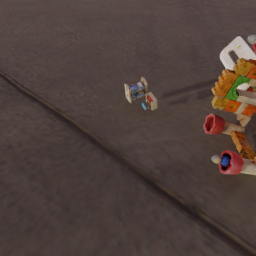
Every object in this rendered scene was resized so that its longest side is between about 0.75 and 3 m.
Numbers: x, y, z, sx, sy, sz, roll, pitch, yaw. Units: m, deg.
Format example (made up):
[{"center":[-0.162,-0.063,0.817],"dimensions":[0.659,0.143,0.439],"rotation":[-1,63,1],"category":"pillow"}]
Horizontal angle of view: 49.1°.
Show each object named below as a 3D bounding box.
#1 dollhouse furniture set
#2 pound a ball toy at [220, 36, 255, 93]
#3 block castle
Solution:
[{"center":[0.383,-0.957,8.270],"dimensions":[0.622,0.619,0.883],"rotation":[-24,56,-12],"category":"dollhouse furniture set"},{"center":[3.950,-1.405,8.618],"dimensions":[1.778,1.159,2.727],"rotation":[28,35,-24],"category":"pound a ball toy"},{"center":[2.758,-0.498,6.122],"dimensions":[1.346,2.868,1.917],"rotation":[11,39,-13],"category":"block castle"}]
